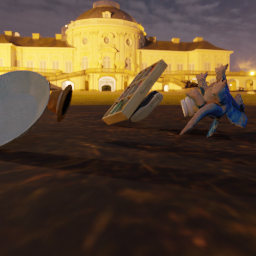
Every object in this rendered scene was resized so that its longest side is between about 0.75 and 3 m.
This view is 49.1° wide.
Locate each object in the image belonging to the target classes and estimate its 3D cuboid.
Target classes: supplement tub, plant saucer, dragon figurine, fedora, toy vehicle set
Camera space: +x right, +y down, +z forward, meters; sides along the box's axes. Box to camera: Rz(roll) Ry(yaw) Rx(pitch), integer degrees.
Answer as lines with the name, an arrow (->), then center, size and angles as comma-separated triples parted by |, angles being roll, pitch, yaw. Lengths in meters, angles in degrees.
supplement tub -> 2.743, -0.928, 11.190 | 1.118, 0.813, 0.813 | -16, 4, 8
plant saucer -> -2.233, -0.287, 5.064 | 1.890, 1.890, 0.364 | 2, -37, 16
dragon figurine -> 1.943, -0.351, 5.908 | 0.875, 1.477, 2.972 | -20, 22, 31
fedora -> -1.574, -0.605, 6.388 | 0.399, 0.979, 0.979 | 18, 5, -2
toy vehicle set -> 0.212, -1.130, 8.929 | 0.309, 2.332, 1.449 | 43, -25, -16

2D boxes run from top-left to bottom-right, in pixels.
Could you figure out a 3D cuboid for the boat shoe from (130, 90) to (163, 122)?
boat shoe -> 0.526, -0.677, 8.664 | 0.416, 1.231, 0.442 | 47, 2, 42
